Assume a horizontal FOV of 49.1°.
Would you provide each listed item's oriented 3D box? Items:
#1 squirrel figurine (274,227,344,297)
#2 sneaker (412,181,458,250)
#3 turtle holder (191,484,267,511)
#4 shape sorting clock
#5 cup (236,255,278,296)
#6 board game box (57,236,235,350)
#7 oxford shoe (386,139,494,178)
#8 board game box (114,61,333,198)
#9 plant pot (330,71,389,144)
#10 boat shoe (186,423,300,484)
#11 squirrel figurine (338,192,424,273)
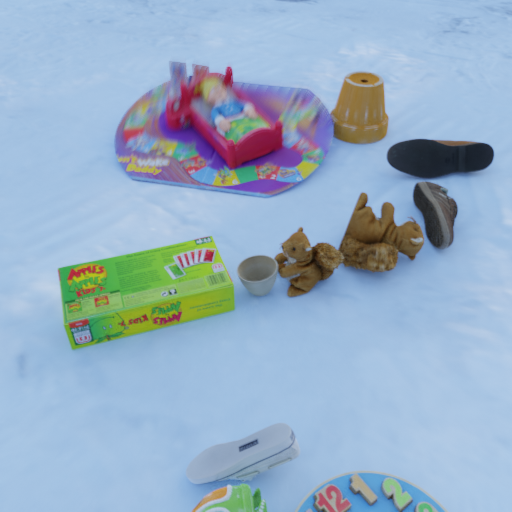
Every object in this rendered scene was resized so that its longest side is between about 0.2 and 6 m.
[{"bbox_3d":[0.928,0.013,10.057,1.206,1.125,0.853,-8,42,-5],"label":"squirrel figurine"},{"bbox_3d":[3.846,-0.911,11.504,0.775,0.723,2.051,1,41,-3],"label":"sneaker"},{"bbox_3d":[-0.318,3.341,6.456,0.927,1.305,0.992,-5,9,-7],"label":"turtle holder"},{"bbox_3d":[1.431,3.573,6.452,2.284,0.448,2.284,0,41,0],"label":"shape sorting clock"},{"bbox_3d":[0.049,0.410,10.064,0.736,0.527,0.736,-6,40,5],"label":"cup"},{"bbox_3d":[-1.914,0.587,9.780,2.801,0.667,1.423,-12,42,-14],"label":"board game box"},{"bbox_3d":[4.213,-2.348,13.242,2.516,0.898,0.897,0,20,-9],"label":"oxford shoe"},{"bbox_3d":[-0.854,-3.464,13.689,5.473,1.066,4.324,9,51,11],"label":"board game box"},{"bbox_3d":[2.686,-3.884,14.427,1.561,1.429,1.561,0,41,0],"label":"plant pot"},{"bbox_3d":[-0.158,2.714,7.401,1.533,0.504,0.552,-25,22,1],"label":"boat shoe"},{"bbox_3d":[2.396,-0.241,10.660,1.466,1.111,1.570,22,60,8],"label":"squirrel figurine"}]
